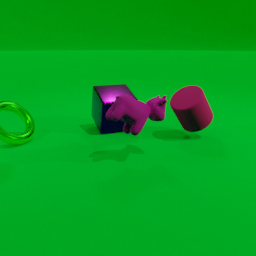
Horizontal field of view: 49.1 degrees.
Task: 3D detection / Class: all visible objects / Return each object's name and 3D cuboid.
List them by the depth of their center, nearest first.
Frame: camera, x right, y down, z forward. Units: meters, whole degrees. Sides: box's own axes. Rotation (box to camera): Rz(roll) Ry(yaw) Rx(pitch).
[{"bbox_3d":[0.226,-0.394,5.673,1.124,1.106,0.617,38,-13,-26],"label":"cow figurine"},{"bbox_3d":[-2.839,-0.136,6.851,0.244,1.221,1.221,-38,-4,31],"label":"ring"},{"bbox_3d":[1.604,-0.479,7.056,0.856,0.856,0.856,-22,40,19],"label":"cylinder"},{"bbox_3d":[-0.398,-0.543,7.742,0.988,0.988,0.988,-7,36,-21],"label":"cube"}]
